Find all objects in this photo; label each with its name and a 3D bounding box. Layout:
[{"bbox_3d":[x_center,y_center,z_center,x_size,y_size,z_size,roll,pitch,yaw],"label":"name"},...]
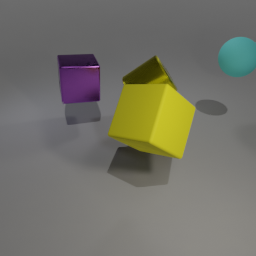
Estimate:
[{"bbox_3d":[-1.840,-1.860,10.436,1.400,1.400,1.400,-6,33,-14],"label":"cube"},{"bbox_3d":[0.607,-0.169,6.989,1.400,1.400,1.400,8,-14,43],"label":"cube"},{"bbox_3d":[3.964,-2.531,10.043,1.400,1.400,1.400,0,32,0],"label":"ball"},{"bbox_3d":[0.745,-1.517,9.582,1.400,1.400,1.400,-31,29,15],"label":"cylinder"}]
